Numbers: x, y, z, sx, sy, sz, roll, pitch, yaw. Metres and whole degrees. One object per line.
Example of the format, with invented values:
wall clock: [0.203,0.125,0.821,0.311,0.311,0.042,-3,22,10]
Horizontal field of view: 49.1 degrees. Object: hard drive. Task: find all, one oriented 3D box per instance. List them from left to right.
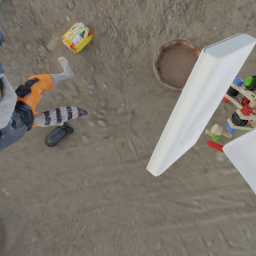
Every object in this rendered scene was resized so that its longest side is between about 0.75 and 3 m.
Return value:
hard drive: [1.279,-0.368,5.084,0.332,2.525,1.665,38,43,21]

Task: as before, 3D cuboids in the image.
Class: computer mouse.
computer mouse: [-2.053,0.173,8.023,0.605,0.230,0.874,43,85,4]

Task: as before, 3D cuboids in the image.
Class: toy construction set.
toy construction set: [3.316,-0.176,7.550,1.657,1.798,2.156,25,104,-9]

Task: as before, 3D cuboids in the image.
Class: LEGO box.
LEGO box: [-1.506,-2.698,8.353,0.578,0.299,0.776,43,85,5]

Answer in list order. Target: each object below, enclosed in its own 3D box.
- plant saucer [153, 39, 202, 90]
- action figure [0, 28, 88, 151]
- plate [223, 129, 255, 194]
plant saucer: [1.511,-1.844,8.266,1.562,0.269,1.562,0,83,-1]
action figure: [-2.108,-0.446,5.279,1.531,2.927,2.831,46,45,8]
plate: [2.723,0.454,4.635,1.716,0.277,1.713,-34,106,20]
